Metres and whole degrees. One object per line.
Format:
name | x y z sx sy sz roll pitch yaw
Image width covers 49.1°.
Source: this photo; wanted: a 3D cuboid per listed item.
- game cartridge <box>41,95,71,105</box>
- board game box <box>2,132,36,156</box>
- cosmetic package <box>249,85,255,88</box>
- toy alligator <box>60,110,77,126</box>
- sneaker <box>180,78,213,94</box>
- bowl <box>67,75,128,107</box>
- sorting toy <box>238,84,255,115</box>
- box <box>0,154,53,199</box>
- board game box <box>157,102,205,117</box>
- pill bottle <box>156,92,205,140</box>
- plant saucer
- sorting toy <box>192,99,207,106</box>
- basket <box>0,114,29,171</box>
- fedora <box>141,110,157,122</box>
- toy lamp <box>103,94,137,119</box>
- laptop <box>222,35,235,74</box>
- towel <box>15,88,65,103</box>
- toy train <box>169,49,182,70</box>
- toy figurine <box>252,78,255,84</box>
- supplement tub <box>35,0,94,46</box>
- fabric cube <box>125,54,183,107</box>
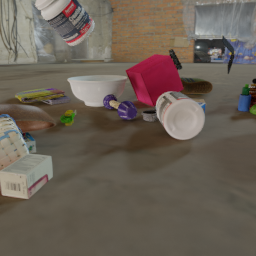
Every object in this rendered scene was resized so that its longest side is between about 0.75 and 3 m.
game cartridge | -3.734 -1.497 14.222 1.081 0.320 1.667 -18 23 -35
board game box | -3.106 0.465 7.388 1.142 0.367 0.842 -9 19 -30
cosmetic package | 7.227 -2.063 15.688 0.671 0.567 1.256 2 19 7
toy alligator | -2.195 -0.421 10.223 0.411 0.449 1.515 0 16 -1
sneaker | 3.447 -2.455 16.426 2.912 0.976 1.307 7 12 15
bowl | -1.402 -1.772 13.339 2.832 1.273 2.832 -1 16 0
sorting toy | 5.639 -1.312 12.033 1.661 1.135 2.765 0 17 0
box | -1.985 0.925 5.546 0.595 0.507 0.931 4 17 14
board game box | 2.137 -0.728 11.274 1.572 0.449 1.605 8 18 28
pill bottle | 1.597 -0.513 9.159 1.232 1.232 2.163 -1 16 -3
plant saucer | -3.431 -0.211 7.587 2.873 0.526 2.873 -5 -5 0
sorting toy | 2.790 -1.147 13.072 1.566 0.309 1.692 3 12 9
basket | -3.049 0.339 6.209 1.427 1.126 1.619 -31 44 -26
fedora | 0.862 -0.448 10.515 0.760 0.343 0.672 -13 20 -32
toy lamp | -0.313 -0.855 11.274 0.746 0.746 2.562 -6 17 -19
laptop | 3.961 -2.979 11.358 0.623 1.206 1.069 15 36 11
towel | -4.598 -1.704 14.345 2.111 0.335 2.939 -14 17 -26
toy train | 1.741 -2.491 10.253 0.228 0.305 1.334 -21 -23 17
toy figurine | 6.868 -1.995 14.228 0.872 1.233 1.253 -7 16 -5
supplement tub | -1.653 -3.002 7.467 0.969 0.969 1.381 18 -20 46
fabric cube | 1.250 -2.325 13.464 1.789 1.761 1.795 -32 26 -13
